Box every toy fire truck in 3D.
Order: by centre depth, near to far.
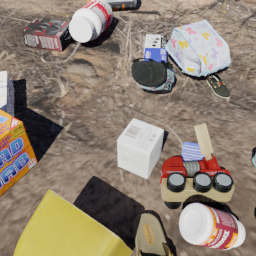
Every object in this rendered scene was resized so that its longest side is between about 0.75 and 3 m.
[{"bbox_3d":[1.984,1.105,8.549,2.006,1.466,2.279,0,40,1],"label":"toy fire truck"}]

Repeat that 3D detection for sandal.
[{"bbox_3d":[0.754,3.255,6.948,1.052,0.708,2.620,-12,50,-11],"label":"sandal"}]

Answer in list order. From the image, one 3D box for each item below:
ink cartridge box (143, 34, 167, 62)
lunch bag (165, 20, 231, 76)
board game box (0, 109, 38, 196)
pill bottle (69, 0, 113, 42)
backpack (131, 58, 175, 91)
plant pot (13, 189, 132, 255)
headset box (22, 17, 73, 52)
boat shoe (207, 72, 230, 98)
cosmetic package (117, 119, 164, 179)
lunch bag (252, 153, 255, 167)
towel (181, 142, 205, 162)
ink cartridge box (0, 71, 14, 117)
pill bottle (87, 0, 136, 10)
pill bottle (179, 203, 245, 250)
[{"bbox_3d":[1.332,-3.727,13.545,1.072,0.504,2.281,4,48,5],"label":"ink cartridge box"},{"bbox_3d":[3.091,-3.305,12.193,1.977,1.482,2.332,-26,70,-28],"label":"lunch bag"},{"bbox_3d":[-4.357,0.682,8.457,1.990,1.989,1.989,26,51,22],"label":"board game box"},{"bbox_3d":[-1.870,-5.385,14.138,1.541,1.541,2.745,12,40,10],"label":"pill bottle"},{"bbox_3d":[1.093,-2.063,11.067,1.592,1.208,1.908,17,12,23],"label":"backpack"},{"bbox_3d":[-1.390,3.042,6.404,2.023,2.037,2.083,27,68,23],"label":"plant pot"},{"bbox_3d":[-3.913,-4.783,14.278,2.270,0.852,1.687,11,48,10],"label":"headset box"},{"bbox_3d":[3.814,-1.815,11.827,0.529,0.453,1.447,-17,51,-11],"label":"boat shoe"},{"bbox_3d":[0.392,0.654,8.927,1.115,1.340,1.122,21,51,18],"label":"cosmetic package"},{"bbox_3d":[4.976,1.289,8.795,1.423,0.684,1.774,-14,49,-16],"label":"lunch bag"},{"bbox_3d":[2.224,0.942,9.492,0.812,0.134,1.121,9,48,9],"label":"towel"},{"bbox_3d":[-5.434,-1.186,10.856,1.744,1.010,2.994,-12,48,-11],"label":"ink cartridge box"},{"bbox_3d":[-1.000,-7.809,16.617,2.865,1.522,1.522,-5,47,-4],"label":"pill bottle"},{"bbox_3d":[2.133,2.466,6.914,1.661,0.938,0.938,24,37,-32],"label":"pill bottle"}]
